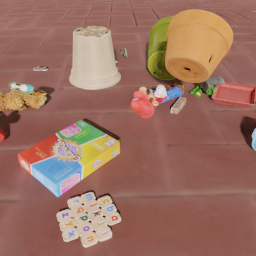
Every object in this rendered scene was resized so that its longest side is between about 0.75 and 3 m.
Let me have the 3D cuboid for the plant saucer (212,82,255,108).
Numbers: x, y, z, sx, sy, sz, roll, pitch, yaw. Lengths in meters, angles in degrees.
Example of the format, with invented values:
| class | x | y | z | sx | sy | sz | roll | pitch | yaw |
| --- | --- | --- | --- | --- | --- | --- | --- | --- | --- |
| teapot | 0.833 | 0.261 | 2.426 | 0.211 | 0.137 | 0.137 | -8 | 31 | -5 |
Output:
| class | x | y | z | sx | sy | sz | roll | pitch | yaw |
| --- | --- | --- | --- | --- | --- | --- | --- | --- | --- |
| plant saucer | 5.091 | -1.583 | 13.462 | 1.885 | 0.346 | 1.881 | 13 | 37 | 19 |

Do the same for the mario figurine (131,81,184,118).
| class | x | y | z | sx | sy | sz | roll | pitch | yaw |
| --- | --- | --- | --- | --- | --- | --- | --- | --- | --- |
| mario figurine | 1.191 | -1.555 | 12.336 | 2.831 | 1.748 | 1.501 | -26 | 60 | -38 |

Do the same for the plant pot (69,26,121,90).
| class | x | y | z | sx | sy | sz | roll | pitch | yaw |
| --- | --- | --- | --- | --- | --- | --- | --- | --- | --- |
| plant pot | -1.815 | -3.804 | 14.686 | 2.820 | 2.581 | 2.820 | 0 | 36 | 0 |

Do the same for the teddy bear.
| class | x | y | z | sx | sy | sz | roll | pitch | yaw |
| --- | --- | --- | --- | --- | --- | --- | --- | --- | --- |
| teddy bear | -5.026 | -1.363 | 12.729 | 2.678 | 0.894 | 1.942 | 1 | 33 | 2 |

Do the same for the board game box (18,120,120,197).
| class | x | y | z | sx | sy | sz | roll | pitch | yaw |
| --- | --- | --- | --- | --- | --- | --- | --- | --- | --- |
| board game box | -1.994 | 0.904 | 9.803 | 2.145 | 0.565 | 2.804 | 27 | 43 | 32 |

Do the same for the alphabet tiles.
| class | x | y | z | sx | sy | sz | roll | pitch | yaw |
| --- | --- | --- | --- | --- | --- | --- | --- | --- | --- |
| alphabet tiles | -1.111 | 2.533 | 7.903 | 1.629 | 0.122 | 1.666 | -16 | 38 | -20 |

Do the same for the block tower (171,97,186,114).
| class | x | y | z | sx | sy | sz | roll | pitch | yaw |
| --- | --- | --- | --- | --- | --- | --- | --- | --- | --- |
| block tower | 2.307 | -1.025 | 12.742 | 0.325 | 0.304 | 1.126 | 18 | 40 | 25 |

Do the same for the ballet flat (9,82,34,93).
| class | x | y | z | sx | sy | sz | roll | pitch | yaw |
| --- | --- | --- | --- | --- | --- | --- | --- | --- | --- |
| ballet flat | -4.212 | -1.582 | 10.973 | 1.030 | 0.347 | 0.362 | 11 | 7 | 14 |

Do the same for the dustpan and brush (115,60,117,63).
| class | x | y | z | sx | sy | sz | roll | pitch | yaw |
| --- | --- | --- | --- | --- | --- | --- | --- | --- | --- |
| dustpan and brush | -1.416 | -4.417 | 17.436 | 1.906 | 0.545 | 1.330 | 17 | 35 | 33 |

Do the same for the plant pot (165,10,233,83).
| class | x | y | z | sx | sy | sz | roll | pitch | yaw |
| --- | --- | --- | --- | --- | --- | --- | --- | --- | --- |
| plant pot | 2.306 | -2.694 | 9.853 | 2.321 | 2.321 | 1.625 | 16 | 73 | 21 |

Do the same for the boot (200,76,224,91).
| class | x | y | z | sx | sy | sz | roll | pitch | yaw |
| --- | --- | --- | --- | --- | --- | --- | --- | --- | --- |
| boot | 4.083 | -2.141 | 13.457 | 1.220 | 0.443 | 1.110 | 4 | 46 | -23 |

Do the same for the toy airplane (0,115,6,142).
| class | x | y | z | sx | sy | sz | roll | pitch | yaw |
| --- | --- | --- | --- | --- | --- | --- | --- | --- | --- |
| toy airplane | -6.091 | -0.061 | 10.178 | 2.425 | 1.719 | 2.435 | 31 | 11 | 20 |

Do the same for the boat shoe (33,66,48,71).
| class | x | y | z | sx | sy | sz | roll | pitch | yaw |
| --- | --- | --- | --- | --- | --- | --- | --- | --- | --- |
| boat shoe | -5.094 | -3.479 | 16.242 | 0.813 | 0.242 | 0.292 | 1 | 35 | 1 |

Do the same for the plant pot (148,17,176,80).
| class | x | y | z | sx | sy | sz | roll | pitch | yaw |
| --- | --- | --- | --- | --- | --- | --- | --- | --- | --- |
| plant pot | 2.262 | -4.142 | 15.373 | 2.822 | 2.822 | 2.717 | 9 | 48 | 13 |

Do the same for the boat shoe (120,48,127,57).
| class | x | y | z | sx | sy | sz | roll | pitch | yaw |
| --- | --- | --- | --- | --- | --- | --- | --- | --- | --- |
| boat shoe | -0.278 | -4.806 | 17.977 | 0.366 | 0.433 | 1.215 | -6 | 29 | -4 |

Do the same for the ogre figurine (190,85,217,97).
| class | x | y | z | sx | sy | sz | roll | pitch | yaw |
| --- | --- | --- | --- | --- | --- | --- | --- | --- | --- |
| ogre figurine | 3.721 | -1.888 | 13.672 | 1.190 | 0.584 | 0.714 | -23 | 20 | 35 |

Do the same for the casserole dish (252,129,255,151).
| class | x | y | z | sx | sy | sz | roll | pitch | yaw |
| --- | --- | --- | --- | --- | --- | --- | --- | --- | --- |
| casserole dish | 5.477 | 0.605 | 9.830 | 2.155 | 1.306 | 0.418 | 31 | 5 | 35 |
